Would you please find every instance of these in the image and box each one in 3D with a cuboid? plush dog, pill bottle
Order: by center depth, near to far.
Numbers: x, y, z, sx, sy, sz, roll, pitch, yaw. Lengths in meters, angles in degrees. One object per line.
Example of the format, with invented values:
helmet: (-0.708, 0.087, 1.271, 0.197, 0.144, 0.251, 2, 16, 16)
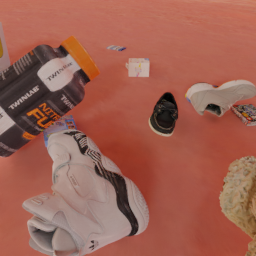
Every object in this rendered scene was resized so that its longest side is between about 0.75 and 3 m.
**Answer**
plush dog: (1.792, 1.257, 2.587, 1.897, 2.030, 2.364, 15, 63, 15)
pill bottle: (-1.917, -0.740, 5.844, 2.724, 1.447, 1.447, -38, 37, -1)

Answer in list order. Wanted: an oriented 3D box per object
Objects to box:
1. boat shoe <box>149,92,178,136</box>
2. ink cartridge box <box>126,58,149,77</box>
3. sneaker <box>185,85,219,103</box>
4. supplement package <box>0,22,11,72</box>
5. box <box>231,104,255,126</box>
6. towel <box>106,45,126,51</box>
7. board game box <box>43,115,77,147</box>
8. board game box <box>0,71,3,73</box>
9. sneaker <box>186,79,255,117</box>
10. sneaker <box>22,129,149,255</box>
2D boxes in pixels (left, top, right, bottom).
boat shoe: (0.973, -0.427, 7.122, 0.674, 0.598, 1.803, 21, 29, 6)
ink cartridge box: (0.354, -2.293, 10.604, 0.885, 0.554, 0.569, 1, 31, 2)
sneaker: (2.375, -0.969, 8.579, 1.271, 0.419, 0.498, -13, 48, -22)
supplement package: (-5.380, -2.759, 10.049, 1.440, 1.911, 1.450, 14, 33, 23)
box: (3.344, -0.373, 7.723, 0.632, 0.184, 0.923, -5, 31, -8)
towel: (-0.583, -3.964, 13.889, 0.848, 0.101, 0.623, 15, 32, 20)
board game box: (-1.705, 0.045, 6.999, 0.819, 0.198, 1.083, -10, 32, -16)
board game box: (-4.157, -1.603, 9.705, 1.491, 0.282, 2.896, 14, 33, 24)
sneaker: (2.726, -0.753, 7.912, 2.076, 0.786, 0.955, -7, 60, -9)
sneaker: (-1.060, 0.964, 4.613, 1.569, 1.026, 2.731, -20, 39, -35)
